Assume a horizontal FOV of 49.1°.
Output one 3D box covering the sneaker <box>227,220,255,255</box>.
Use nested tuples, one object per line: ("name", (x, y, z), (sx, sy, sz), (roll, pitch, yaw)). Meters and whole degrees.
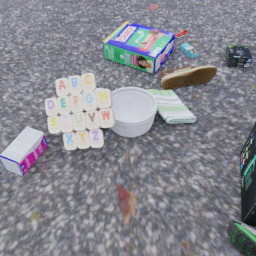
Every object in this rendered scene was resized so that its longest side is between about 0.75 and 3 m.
("sneaker", (3.757, 3.235, 7.709), (2.129, 0.831, 0.907), (32, 47, 15))

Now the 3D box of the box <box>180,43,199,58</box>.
("box", (3.209, -4.059, 14.648), (0.429, 0.256, 1.043), (-23, 51, -20))

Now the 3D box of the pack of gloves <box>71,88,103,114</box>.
("pack of gloves", (-1.970, -1.028, 11.653), (1.477, 0.347, 1.758), (9, 46, 44))

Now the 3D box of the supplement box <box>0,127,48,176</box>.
("supplement box", (-3.630, 0.793, 9.856), (0.781, 0.765, 1.512), (17, 50, 15))

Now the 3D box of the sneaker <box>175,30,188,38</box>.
("sneaker", (2.972, -5.330, 15.742), (0.846, 0.359, 0.326), (-19, 50, -17))

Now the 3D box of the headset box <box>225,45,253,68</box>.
("headset box", (5.514, -3.610, 14.025), (1.065, 0.568, 1.224), (4, 48, 4))

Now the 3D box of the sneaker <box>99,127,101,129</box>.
("sneaker", (-1.242, -0.078, 10.906), (0.347, 0.402, 0.917), (21, 53, 16))

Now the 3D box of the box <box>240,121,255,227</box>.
("box", (4.714, 1.485, 8.537), (2.097, 1.755, 2.823), (11, 48, 10))

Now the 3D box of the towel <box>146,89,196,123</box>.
("towel", (1.729, -0.954, 11.442), (1.513, 0.311, 2.027), (-1, 43, -31))

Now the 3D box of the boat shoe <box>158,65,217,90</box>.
("boat shoe", (2.692, -2.508, 12.791), (2.695, 0.972, 0.970), (-15, 50, -5))

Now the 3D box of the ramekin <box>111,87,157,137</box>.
("ramekin", (0.107, -0.571, 10.910), (2.012, 1.056, 2.012), (0, 48, 0))

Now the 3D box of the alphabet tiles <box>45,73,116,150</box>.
("alphabet tiles", (-1.660, -0.521, 9.425), (2.543, 2.487, 0.186), (-6, 2, 21))

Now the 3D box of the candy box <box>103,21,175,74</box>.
("candy box", (0.571, -4.137, 14.140), (2.858, 1.101, 2.417), (21, 52, 20))
